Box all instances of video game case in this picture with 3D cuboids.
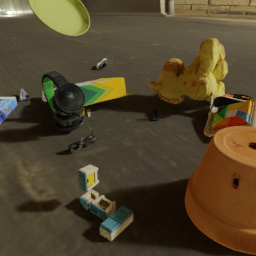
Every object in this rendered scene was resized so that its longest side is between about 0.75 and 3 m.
[{"bbox_3d":[-4.850,-0.635,9.651,1.468,0.368,1.619,-1,27,0],"label":"video game case"}]

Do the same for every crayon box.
[{"bbox_3d":[-1.309,-1.334,10.202,2.733,0.705,1.718,-17,16,-31],"label":"crayon box"}]

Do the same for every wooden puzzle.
[{"bbox_3d":[3.132,-0.365,8.336,1.556,0.290,1.439,-9,33,37],"label":"wooden puzzle"}]

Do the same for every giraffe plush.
[{"bbox_3d":[2.183,-1.776,10.424,2.335,2.485,2.880,6,62,33],"label":"giraffe plush"}]

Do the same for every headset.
[{"bbox_3d":[-1.871,-0.456,8.161,1.250,1.642,2.659,-31,64,-29],"label":"headset"}]

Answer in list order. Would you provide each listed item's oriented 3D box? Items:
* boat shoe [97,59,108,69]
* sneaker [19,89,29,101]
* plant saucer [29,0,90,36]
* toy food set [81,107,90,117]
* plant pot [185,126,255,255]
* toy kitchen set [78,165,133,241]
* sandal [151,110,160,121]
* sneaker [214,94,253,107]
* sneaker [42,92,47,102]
[{"bbox_3d":[-1.310,-3.427,15.122,0.320,0.388,1.131,16,37,17],"label":"boat shoe"},{"bbox_3d":[-4.094,-1.291,11.091,0.349,0.297,0.798,3,35,-19],"label":"sneaker"},{"bbox_3d":[-2.387,-4.037,9.710,2.233,2.233,0.347,-30,-3,-44],"label":"plant saucer"},{"bbox_3d":[-1.851,-0.581,9.706,1.084,0.218,0.748,-4,28,-8],"label":"toy food set"},{"bbox_3d":[2.258,0.965,5.278,2.187,1.531,2.187,1,28,0],"label":"plant pot"},{"bbox_3d":[-0.524,1.340,5.238,1.107,0.887,0.652,19,32,33],"label":"toy kitchen set"},{"bbox_3d":[0.946,-0.470,9.527,0.291,0.185,0.774,1,27,2],"label":"sandal"},{"bbox_3d":[4.099,-0.668,9.179,1.090,0.847,2.422,-23,33,-32],"label":"sneaker"},{"bbox_3d":[-2.907,-1.212,10.837,0.724,0.398,0.989,1,17,-25],"label":"sneaker"}]
